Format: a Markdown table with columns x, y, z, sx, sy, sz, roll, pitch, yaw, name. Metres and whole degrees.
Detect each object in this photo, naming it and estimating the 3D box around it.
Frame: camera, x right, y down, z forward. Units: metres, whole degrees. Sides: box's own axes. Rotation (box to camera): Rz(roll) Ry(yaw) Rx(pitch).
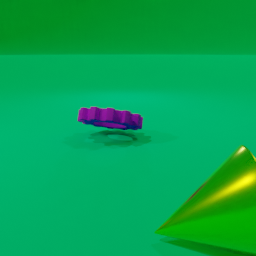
| x | y | z | sx | sy | sz | roll | pitch | yaw | name |
| --- | --- | --- | --- | --- | --- | --- | --- | --- | --- |
| -0.375 | -0.182 | 6.025 | 1.366 | 0.253 | 1.366 | 6 | -7 | 1 | gear |
| 0.786 | 0.875 | 2.759 | 1.121 | 1.117 | 1.117 | -21 | 13 | 10 | cone |
